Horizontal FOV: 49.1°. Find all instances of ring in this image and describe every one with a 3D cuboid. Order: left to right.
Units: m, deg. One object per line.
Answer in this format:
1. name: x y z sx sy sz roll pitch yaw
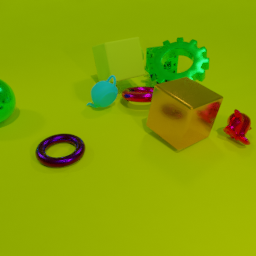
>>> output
1. ring: -1.676 0.538 6.983 1.230 0.246 1.230 0 34 0
2. ring: 0.523 -1.101 9.081 1.471 0.294 1.471 0 18 0

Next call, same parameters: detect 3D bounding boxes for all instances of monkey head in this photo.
1. monkey head: 2.951 -0.005 7.262 1.163 0.701 0.837 31 10 -47

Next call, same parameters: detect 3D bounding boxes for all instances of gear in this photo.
1. gear: 1.692 -2.186 9.560 2.056 0.380 2.056 -6 61 12

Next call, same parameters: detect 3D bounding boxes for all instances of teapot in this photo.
1. teapot: -0.810 -1.062 8.703 0.678 1.385 0.861 51 24 24

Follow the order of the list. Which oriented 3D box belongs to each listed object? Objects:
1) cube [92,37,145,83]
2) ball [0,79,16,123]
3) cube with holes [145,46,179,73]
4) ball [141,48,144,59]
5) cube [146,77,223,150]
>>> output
1. cube: -0.337 -2.322 9.627 1.267 1.267 1.267 -17 17 -22
2. ball: -3.892 -0.766 7.891 1.367 1.367 1.367 0 34 0
3. cube with holes: 1.326 -2.620 11.051 0.940 0.940 0.940 -13 36 -18
4. ball: 0.132 -2.850 11.069 0.996 0.996 0.996 0 34 0
5. cube: 1.432 -0.419 7.282 1.264 1.264 1.264 -20 44 -35
